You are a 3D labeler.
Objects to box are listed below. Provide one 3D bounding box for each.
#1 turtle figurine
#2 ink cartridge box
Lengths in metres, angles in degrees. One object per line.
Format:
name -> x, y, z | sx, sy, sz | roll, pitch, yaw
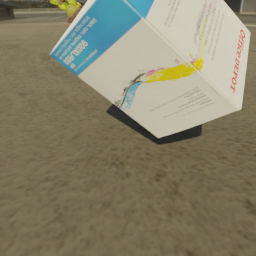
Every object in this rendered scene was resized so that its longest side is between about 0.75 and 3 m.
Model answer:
turtle figurine -> -1.531, -3.241, 7.857 | 2.153, 1.737, 0.694 | -15, 40, 53
ink cartridge box -> 0.516, -1.479, 5.006 | 1.954, 2.702, 1.989 | -24, 37, 50
